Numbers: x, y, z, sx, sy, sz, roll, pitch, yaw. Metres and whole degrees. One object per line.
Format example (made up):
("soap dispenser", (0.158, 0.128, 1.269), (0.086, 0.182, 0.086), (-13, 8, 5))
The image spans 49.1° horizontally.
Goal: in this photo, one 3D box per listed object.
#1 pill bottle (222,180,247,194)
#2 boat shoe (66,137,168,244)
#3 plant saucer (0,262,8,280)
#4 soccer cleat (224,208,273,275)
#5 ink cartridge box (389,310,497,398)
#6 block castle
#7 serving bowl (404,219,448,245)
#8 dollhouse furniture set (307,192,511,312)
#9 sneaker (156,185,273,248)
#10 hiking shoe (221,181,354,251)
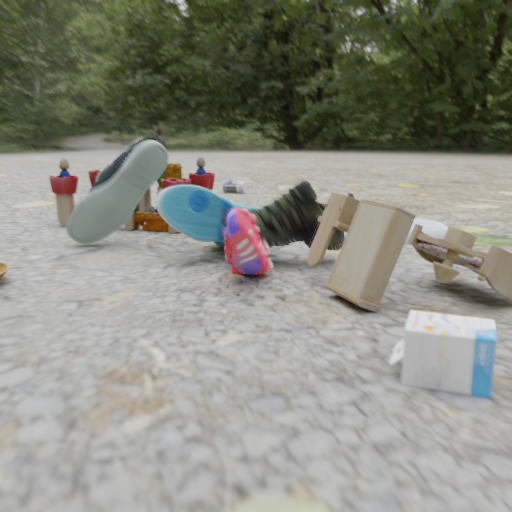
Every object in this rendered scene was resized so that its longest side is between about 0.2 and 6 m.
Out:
("pill bottle", (-0.757, -2.436, 19.752), (0.816, 0.464, 0.464), (5, 14, 23))
("boat shoe", (-2.792, -1.324, 11.318), (2.618, 0.990, 0.790), (-41, 30, 3))
("plant saucer", (-4.536, 0.358, 8.498), (1.460, 0.259, 1.460), (0, 13, 0))
("soccer cleat", (-0.232, -0.130, 8.493), (0.723, 0.631, 1.892), (-16, -22, 7))
("ink cartridge box", (1.799, 0.923, 5.439), (0.927, 0.580, 0.596), (5, 15, 20))
("block castle", (-2.943, -1.628, 13.789), (3.547, 1.664, 2.370), (4, 14, 16))
("serving bowl", (3.519, -0.545, 11.943), (1.283, 0.422, 1.283), (1, 14, 0))
("dollhouse furniture set", (2.535, 0.314, 8.342), (2.869, 1.401, 2.446), (20, 5, -26))
("sneaker", (-0.903, -0.650, 10.561), (2.407, 0.957, 1.572), (17, -6, -26))
("hiking shoe", (0.533, -0.779, 9.664), (2.263, 1.139, 0.857), (5, 20, -17))
